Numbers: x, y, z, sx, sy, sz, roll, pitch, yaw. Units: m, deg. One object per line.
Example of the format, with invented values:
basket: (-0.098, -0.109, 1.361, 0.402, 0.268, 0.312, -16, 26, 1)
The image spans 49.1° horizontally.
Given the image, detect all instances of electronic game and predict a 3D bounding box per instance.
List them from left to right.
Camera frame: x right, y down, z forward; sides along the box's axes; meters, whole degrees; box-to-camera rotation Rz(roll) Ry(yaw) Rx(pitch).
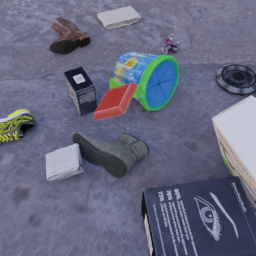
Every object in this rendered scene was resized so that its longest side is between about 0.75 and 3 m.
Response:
electronic game: (4.197, -1.880, 10.716, 1.609, 0.335, 1.609, -1, 54, 1)

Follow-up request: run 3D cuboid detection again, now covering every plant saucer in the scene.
plant saucer: (-0.355, -0.714, 7.176, 1.075, 0.197, 1.073, -11, 42, 40)

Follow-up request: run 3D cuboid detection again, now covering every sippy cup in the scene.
sippy cup: (0.511, -1.786, 9.790, 1.816, 2.478, 1.946, 29, 94, 34)

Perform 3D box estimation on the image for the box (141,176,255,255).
box: (1.654, 2.338, 6.583, 2.443, 1.274, 1.807, -6, 50, -5)

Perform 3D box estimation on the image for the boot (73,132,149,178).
boot: (-0.527, 0.570, 8.595, 2.146, 0.727, 1.402, 30, 44, 22)

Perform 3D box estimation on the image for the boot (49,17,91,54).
boot: (-3.001, -4.174, 12.393, 2.004, 0.691, 2.150, -23, 56, -34)

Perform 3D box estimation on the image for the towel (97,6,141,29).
towel: (-0.443, -5.397, 13.674, 1.922, 0.331, 1.273, -18, 51, -14)

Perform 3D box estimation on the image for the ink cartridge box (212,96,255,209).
ink cartridge box: (3.160, 0.792, 6.848, 1.122, 2.670, 1.948, -30, 52, 7)

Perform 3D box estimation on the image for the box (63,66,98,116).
box: (-1.613, -1.276, 9.675, 0.722, 1.162, 1.171, -22, 54, -17)

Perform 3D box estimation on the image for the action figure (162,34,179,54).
action figure: (1.827, -3.632, 12.183, 0.761, 0.685, 1.023, -34, 40, 20)

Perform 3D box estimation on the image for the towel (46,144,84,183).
towel: (-1.820, 1.015, 8.106, 1.084, 0.464, 0.897, -22, 49, 8)

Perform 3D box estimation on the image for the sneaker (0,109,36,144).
sneaker: (-3.778, 0.097, 8.828, 0.811, 0.714, 1.916, 35, 58, 25)
